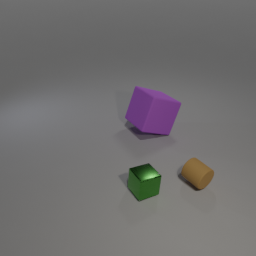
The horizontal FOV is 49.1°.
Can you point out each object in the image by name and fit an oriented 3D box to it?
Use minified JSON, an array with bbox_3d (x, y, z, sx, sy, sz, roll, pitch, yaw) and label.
[{"bbox_3d":[0.471,1.561,8.182,0.700,0.700,0.700,-11,31,-27],"label":"cube"},{"bbox_3d":[0.962,-0.685,11.063,1.400,1.400,1.400,7,21,-34],"label":"cube"},{"bbox_3d":[2.090,1.358,8.417,0.700,0.700,0.700,-20,40,-31],"label":"cylinder"}]
